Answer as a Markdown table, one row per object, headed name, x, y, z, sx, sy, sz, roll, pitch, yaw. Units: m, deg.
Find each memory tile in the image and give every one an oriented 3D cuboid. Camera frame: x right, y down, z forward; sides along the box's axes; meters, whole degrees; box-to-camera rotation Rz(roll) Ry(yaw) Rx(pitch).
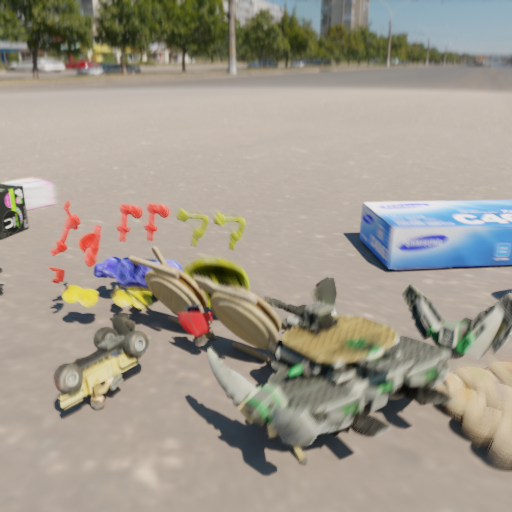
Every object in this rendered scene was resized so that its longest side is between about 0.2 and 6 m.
| name | x | y | z | sx | sy | sz | roll | pitch | yaw |
| --- | --- | --- | --- | --- | --- | --- | --- | --- | --- |
| memory tile | 2.489 | 1.429 | 5.432 | 1.269 | 0.139 | 1.655 | -4 | 14 | -12 |

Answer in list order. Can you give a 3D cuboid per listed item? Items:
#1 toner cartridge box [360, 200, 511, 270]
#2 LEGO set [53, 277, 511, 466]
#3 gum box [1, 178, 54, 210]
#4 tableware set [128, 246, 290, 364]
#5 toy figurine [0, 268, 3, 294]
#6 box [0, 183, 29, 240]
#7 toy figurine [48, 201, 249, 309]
| name | x | y | z | sx | sy | sz | roll | pitch | yaw |
| --- | --- | --- | --- | --- | --- | --- | --- | --- | --- |
| toner cartridge box | 3.693 | -0.422 | 9.725 | 3.408 | 0.736 | 1.619 | -2 | 19 | -8 |
| LEGO set | 0.281 | 1.174 | 5.574 | 4.323 | 1.225 | 2.808 | -3 | 14 | 31 |
| gum box | -5.447 | -1.306 | 12.392 | 0.904 | 0.527 | 1.592 | 16 | 26 | 39 |
| tableware set | -0.490 | 0.503 | 6.489 | 1.979 | 1.308 | 0.397 | 16 | 55 | 35 |
| toy figurine | -4.214 | 0.290 | 8.136 | 0.937 | 0.652 | 0.922 | -15 | 19 | -30 |
| box | -5.040 | -0.795 | 10.527 | 0.759 | 0.907 | 1.222 | 8 | 22 | 20 |
| toy figurine | -1.362 | 0.066 | 7.759 | 2.518 | 1.328 | 1.509 | 2 | -5 | -3 |
